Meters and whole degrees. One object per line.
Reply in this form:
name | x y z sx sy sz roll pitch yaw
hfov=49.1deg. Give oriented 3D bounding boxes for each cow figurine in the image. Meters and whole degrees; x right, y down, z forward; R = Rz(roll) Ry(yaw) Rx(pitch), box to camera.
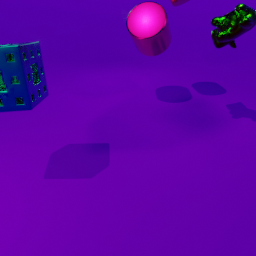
cow figurine | 2.873 -2.716 7.603 1.480 0.826 1.504 -14 -5 -43

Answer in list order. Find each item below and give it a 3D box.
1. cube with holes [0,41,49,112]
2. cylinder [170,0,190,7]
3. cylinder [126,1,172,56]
cube with holes | -2.319 -0.998 5.366 1.124 1.124 1.124 -4 20 2
cylinder | 1.660 -4.611 8.693 1.149 1.149 1.149 -28 4 2
cylinder | 0.726 -3.233 9.276 1.300 1.300 1.300 9 -7 17
